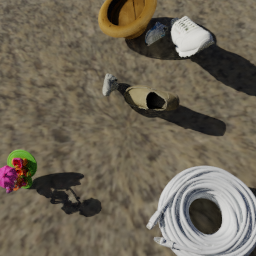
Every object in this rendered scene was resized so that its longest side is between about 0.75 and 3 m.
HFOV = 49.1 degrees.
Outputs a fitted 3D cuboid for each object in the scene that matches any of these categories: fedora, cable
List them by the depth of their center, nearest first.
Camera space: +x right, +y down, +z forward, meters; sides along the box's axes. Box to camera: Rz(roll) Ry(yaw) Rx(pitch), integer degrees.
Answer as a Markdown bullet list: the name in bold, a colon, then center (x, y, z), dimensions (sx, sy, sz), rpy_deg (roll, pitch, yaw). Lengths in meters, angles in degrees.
- **cable**: center (1.611, 1.793, 5.727), dimensions (1.997, 0.691, 1.997), rpy_deg (26, 67, 15)
- **fedora**: center (0.063, -3.459, 8.688), dimensions (2.055, 0.838, 2.055), rpy_deg (-9, 64, 18)

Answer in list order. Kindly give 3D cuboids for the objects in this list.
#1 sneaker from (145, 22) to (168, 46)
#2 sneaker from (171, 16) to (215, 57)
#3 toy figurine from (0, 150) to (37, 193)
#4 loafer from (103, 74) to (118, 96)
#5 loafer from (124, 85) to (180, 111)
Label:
- **sneaker**: center (0.907, -2.918, 8.731), dimensions (0.456, 0.395, 1.053), rpy_deg (23, 63, 23)
- **sneaker**: center (1.615, -2.540, 7.627), dimensions (0.849, 0.894, 2.221), rpy_deg (-22, 22, -1)
- **toy figurine**: center (-2.426, 1.044, 5.910), dimensions (0.708, 0.943, 0.868), rpy_deg (3, 16, 8)
- **loafer**: center (-0.449, -1.142, 7.441), dimensions (0.390, 0.391, 1.117), rpy_deg (14, 32, -8)
- **loafer**: center (0.506, -0.762, 7.053), dimensions (1.555, 0.591, 0.524), rpy_deg (9, 14, 30)
